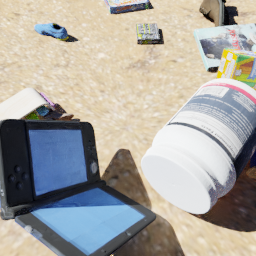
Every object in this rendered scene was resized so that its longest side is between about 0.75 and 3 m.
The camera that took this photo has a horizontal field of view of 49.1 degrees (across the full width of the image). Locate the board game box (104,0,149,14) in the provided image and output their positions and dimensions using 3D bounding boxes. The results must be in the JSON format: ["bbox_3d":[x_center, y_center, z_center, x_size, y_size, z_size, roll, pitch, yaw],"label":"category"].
[{"bbox_3d":[-0.088,-5.441,12.016,1.697,0.292,1.148,-13,54,-10],"label":"board game box"}]

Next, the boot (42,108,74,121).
[{"bbox_3d":[-2.076,-0.397,8.164,0.851,0.299,0.622,-24,56,-16],"label":"boot"}]

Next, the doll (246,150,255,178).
[{"bbox_3d":[3.734,0.342,7.439,1.534,0.545,2.248,20,55,16],"label":"doll"}]

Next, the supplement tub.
[{"bbox_3d":[1.831,0.339,6.532,1.978,1.978,2.818,33,59,23],"label":"supplement tub"}]

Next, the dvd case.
[{"bbox_3d":[3.708,-2.894,9.884,2.431,0.268,1.774,-6,65,-7],"label":"dvd case"}]

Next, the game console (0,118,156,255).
[{"bbox_3d":[-0.809,0.928,5.413,1.664,2.812,2.400,-10,86,26],"label":"game console"}]

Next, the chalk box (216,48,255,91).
[{"bbox_3d":[3.710,-1.746,8.487,1.618,1.010,1.003,4,28,-8],"label":"chalk box"}]

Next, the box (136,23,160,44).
[{"bbox_3d":[0.736,-3.590,10.644,0.836,0.231,1.044,-2,53,-1],"label":"box"}]

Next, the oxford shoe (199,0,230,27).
[{"bbox_3d":[3.415,-4.599,11.155,1.054,0.907,2.497,-15,56,28],"label":"oxford shoe"}]

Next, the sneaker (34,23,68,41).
[{"bbox_3d":[-2.931,-3.791,10.583,1.514,0.594,0.499,22,58,18],"label":"sneaker"}]

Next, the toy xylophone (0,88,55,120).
[{"bbox_3d":[-3.067,-0.146,7.640,2.312,0.581,1.693,-30,59,-13],"label":"toy xylophone"}]
